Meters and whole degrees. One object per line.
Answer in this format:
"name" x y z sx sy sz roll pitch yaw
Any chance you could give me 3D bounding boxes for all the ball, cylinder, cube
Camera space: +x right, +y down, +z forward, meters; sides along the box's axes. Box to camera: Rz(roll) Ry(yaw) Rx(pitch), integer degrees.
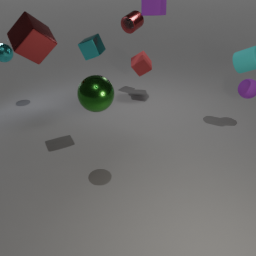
"ball" -0.606 -0.649 5.306 0.700 0.700 0.700 0 29 0
"cylinder" 0.176 -4.306 11.385 0.700 0.700 0.700 19 49 31
"cylinder" 3.799 -2.152 8.858 0.700 0.700 0.700 -10 14 47
"cube" 0.914 -4.320 9.803 0.700 0.700 0.700 9 25 23
"ball" -4.763 -2.869 10.721 0.700 0.700 0.700 0 29 0
"cube" -1.421 -3.198 11.068 0.700 0.700 0.700 -11 31 27
"cube" -2.169 -2.018 6.335 0.700 0.700 0.700 22 31 -54
"ball" 4.256 -1.387 9.902 0.700 0.700 0.700 0 29 0
"cube" 0.609 -2.906 12.673 0.700 0.700 0.700 -26 41 26
